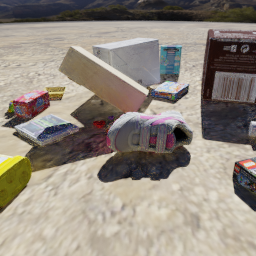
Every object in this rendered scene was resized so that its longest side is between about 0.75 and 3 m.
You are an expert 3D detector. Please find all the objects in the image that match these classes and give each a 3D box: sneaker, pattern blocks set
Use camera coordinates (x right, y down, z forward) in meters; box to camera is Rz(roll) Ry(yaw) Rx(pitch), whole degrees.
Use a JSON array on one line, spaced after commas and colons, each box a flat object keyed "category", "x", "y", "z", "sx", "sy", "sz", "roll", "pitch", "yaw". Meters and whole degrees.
[{"category": "sneaker", "x": 0.684, "y": 0.147, "z": 7.458, "sx": 2.541, "sy": 1.034, "sz": 1.121, "roll": -12, "pitch": 26, "yaw": -23}, {"category": "pattern blocks set", "x": -0.168, "y": -0.063, "z": 8.934, "sx": 1.417, "sy": 0.131, "sz": 1.612, "roll": -21, "pitch": 33, "yaw": -37}]

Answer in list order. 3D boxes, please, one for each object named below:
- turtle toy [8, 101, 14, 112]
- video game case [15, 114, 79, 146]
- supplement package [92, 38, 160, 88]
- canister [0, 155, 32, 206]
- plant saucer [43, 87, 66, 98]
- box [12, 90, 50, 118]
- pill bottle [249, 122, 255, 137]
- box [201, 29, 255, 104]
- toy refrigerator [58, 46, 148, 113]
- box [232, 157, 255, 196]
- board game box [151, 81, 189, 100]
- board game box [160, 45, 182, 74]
[{"category": "turtle toy", "x": -4.102, "y": -0.803, "z": 10.193, "sx": 0.548, "sy": 0.380, "sz": 0.752, "roll": -7, "pitch": 26, "yaw": -13}, {"category": "video game case", "x": -2.521, "y": 0.013, "z": 8.727, "sx": 1.505, "sy": 0.176, "sz": 1.369, "roll": 21, "pitch": 32, "yaw": 37}, {"category": "supplement package", "x": -0.016, "y": -2.680, "z": 12.072, "sx": 2.536, "sy": 1.975, "sz": 1.406, "roll": -21, "pitch": 29, "yaw": -32}, {"category": "canister", "x": -3.132, "y": 1.008, "z": 6.059, "sx": 1.624, "sy": 0.703, "sz": 1.206, "roll": 7, "pitch": 26, "yaw": 17}, {"category": "plant saucer", "x": -3.111, "y": -1.502, "z": 11.840, "sx": 0.934, "sy": 0.226, "sz": 0.934, "roll": -2, "pitch": 26, "yaw": -5}, {"category": "box", "x": -3.452, "y": -0.894, "z": 10.103, "sx": 0.642, "sy": 0.615, "sz": 1.289, "roll": 9, "pitch": 27, "yaw": 18}, {"category": "pill bottle", "x": 4.106, "y": 0.084, "z": 8.105, "sx": 1.060, "sy": 0.587, "sz": 0.587, "roll": 6, "pitch": 26, "yaw": 12}, {"category": "box", "x": 4.441, "y": -2.673, "z": 11.695, "sx": 2.484, "sy": 2.459, "sz": 2.994, "roll": 6, "pitch": 26, "yaw": 12}, {"category": "toy refrigerator", "x": -0.768, "y": -1.516, "z": 9.239, "sx": 2.808, "sy": 0.982, "sz": 1.066, "roll": 32, "pitch": 17, "yaw": -3}, {"category": "box", "x": 3.835, "y": 1.093, "z": 6.139, "sx": 2.434, "sy": 0.459, "sz": 1.662, "roll": -10, "pitch": 27, "yaw": -19}, {"category": "board game box", "x": 1.843, "y": -1.636, "z": 12.037, "sx": 1.090, "sy": 0.277, "sz": 1.610, "roll": 13, "pitch": 28, "yaw": 27}, {"category": "board game box", "x": 2.238, "y": -3.611, "z": 14.820, "sx": 1.095, "sy": 1.451, "sz": 0.341, "roll": 2, "pitch": 26, "yaw": 2}]
